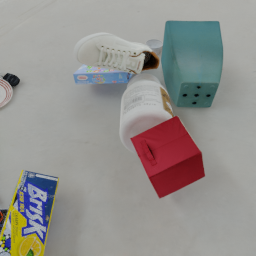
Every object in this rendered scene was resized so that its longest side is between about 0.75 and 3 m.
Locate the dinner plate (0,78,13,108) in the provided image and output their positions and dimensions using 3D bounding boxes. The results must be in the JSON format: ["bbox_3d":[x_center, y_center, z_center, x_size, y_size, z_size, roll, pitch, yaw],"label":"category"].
[{"bbox_3d":[-5.406,-1.298,10.844,1.779,0.216,1.779,6,52,-8],"label":"dinner plate"}]

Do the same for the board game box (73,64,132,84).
[{"bbox_3d":[-0.681,-2.558,11.332,2.090,0.506,2.763,1,35,17],"label":"board game box"}]

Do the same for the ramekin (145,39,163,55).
[{"bbox_3d":[1.234,-3.793,13.203,0.838,0.440,0.838,0,47,0],"label":"ramekin"}]

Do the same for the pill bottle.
[{"bbox_3d":[0.592,-0.608,9.228,1.673,1.673,2.926,0,35,0],"label":"pill bottle"}]

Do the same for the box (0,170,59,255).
[{"bbox_3d":[-2.469,2.541,6.675,1.041,0.955,2.971,16,45,-16],"label":"box"}]

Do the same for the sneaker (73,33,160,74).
[{"bbox_3d":[-0.216,-2.364,9.102,2.985,1.087,1.264,-7,37,-32],"label":"sneaker"}]

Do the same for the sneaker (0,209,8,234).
[{"bbox_3d":[-3.710,2.369,7.144,1.719,0.674,0.648,-4,49,-19],"label":"sneaker"}]

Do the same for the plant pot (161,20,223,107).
[{"bbox_3d":[2.467,-2.330,10.823,2.106,2.107,2.981,1,55,1],"label":"plant pot"}]

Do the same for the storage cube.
[{"bbox_3d":[1.022,0.754,7.116,1.352,1.504,1.286,-26,51,1],"label":"storage cube"}]

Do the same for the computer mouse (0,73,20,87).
[{"bbox_3d":[-5.235,-2.099,11.753,1.895,0.323,0.556,21,72,25],"label":"computer mouse"}]
